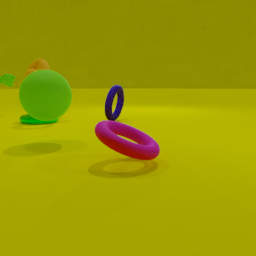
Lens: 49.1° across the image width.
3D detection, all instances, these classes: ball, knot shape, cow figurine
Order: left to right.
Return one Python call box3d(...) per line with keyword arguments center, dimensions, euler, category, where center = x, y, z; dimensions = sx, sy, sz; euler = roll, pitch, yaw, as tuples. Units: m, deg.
box3d(center=(-5.421, -2.127, 12.146), dimensions=(0.902, 0.503, 0.917), euler=(18, -19, -27), category="cow figurine")
box3d(center=(-2.904, -1.371, 9.743), dimensions=(0.889, 1.800, 1.924), euler=(-26, 34, -21), category="knot shape")
box3d(center=(-1.778, -0.707, 6.085), dimensions=(1.103, 1.103, 1.103), euler=(0, 9, 0), category="ball")

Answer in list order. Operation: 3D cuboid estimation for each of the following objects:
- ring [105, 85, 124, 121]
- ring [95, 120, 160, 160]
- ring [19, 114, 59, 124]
box3d(center=(-0.462, -0.863, 9.786), dimensions=(0.259, 1.294, 1.294), euler=(13, 13, 18), category="ring")
box3d(center=(-0.007, 0.185, 4.611), dimensions=(1.137, 0.227, 1.137), euler=(21, 14, -6), category="ring")
box3d(center=(-3.048, -0.326, 9.652), dimensions=(1.312, 0.262, 1.312), euler=(0, 9, 0), category="ring")
